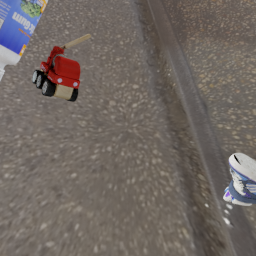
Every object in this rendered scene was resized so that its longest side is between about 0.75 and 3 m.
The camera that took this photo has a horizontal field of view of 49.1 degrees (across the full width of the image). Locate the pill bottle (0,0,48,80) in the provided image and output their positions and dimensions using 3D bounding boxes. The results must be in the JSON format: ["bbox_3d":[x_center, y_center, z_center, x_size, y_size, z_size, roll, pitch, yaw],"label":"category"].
[{"bbox_3d":[-2.813,-2.203,6.180,1.268,1.268,2.263,27,92,21],"label":"pill bottle"}]

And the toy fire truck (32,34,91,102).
[{"bbox_3d":[-1.445,-1.551,6.621,1.017,1.581,1.392,10,18,-36],"label":"toy fire truck"}]

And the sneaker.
[{"bbox_3d":[2.083,1.070,5.215,1.363,0.998,0.549,24,32,-30],"label":"sneaker"}]
